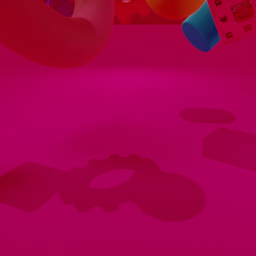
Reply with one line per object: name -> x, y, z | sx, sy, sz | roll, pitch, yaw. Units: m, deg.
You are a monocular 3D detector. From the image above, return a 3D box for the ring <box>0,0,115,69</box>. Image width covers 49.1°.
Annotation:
ring -> -0.730, -1.486, 2.217 | 0.410, 2.051, 2.051 | -11, 16, 26

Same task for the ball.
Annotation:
ball -> 0.888, -2.654, 5.144 | 1.238, 1.238, 1.238 | 0, 22, 0

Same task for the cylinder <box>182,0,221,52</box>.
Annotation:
cylinder -> 2.539, -3.251, 8.798 | 1.223, 1.223, 1.223 | -44, 30, 0

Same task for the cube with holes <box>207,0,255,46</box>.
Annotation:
cube with holes -> 2.747, -3.062, 6.832 | 1.265, 1.265, 1.265 | -16, 34, 28

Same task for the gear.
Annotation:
gear -> -0.084, -3.115, 5.624 | 1.943, 1.943, 0.359 | -8, 45, -19

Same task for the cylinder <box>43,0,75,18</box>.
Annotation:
cylinder -> -1.638, -2.224, 5.397 | 1.136, 1.136, 1.136 | 10, 24, 23
